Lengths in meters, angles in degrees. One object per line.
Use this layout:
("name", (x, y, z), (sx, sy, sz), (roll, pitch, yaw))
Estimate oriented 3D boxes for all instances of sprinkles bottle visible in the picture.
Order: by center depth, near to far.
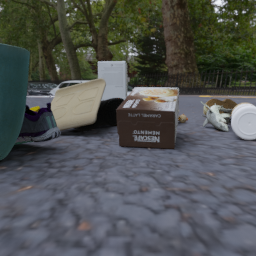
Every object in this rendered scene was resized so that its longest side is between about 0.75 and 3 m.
("sprinkles bottle", (3.273, -0.255, 7.722), (0.816, 0.816, 2.391), (3, 9, 19))

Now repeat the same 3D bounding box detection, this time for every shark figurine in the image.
("shark figurine", (2.779, -0.341, 9.036), (1.182, 0.825, 1.978), (38, 29, 14))

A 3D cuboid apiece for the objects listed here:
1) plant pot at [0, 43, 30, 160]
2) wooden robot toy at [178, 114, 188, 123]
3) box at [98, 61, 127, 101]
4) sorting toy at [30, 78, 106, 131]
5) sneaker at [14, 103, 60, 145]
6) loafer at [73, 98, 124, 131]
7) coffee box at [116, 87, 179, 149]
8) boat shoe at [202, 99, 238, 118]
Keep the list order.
("plant pot", (-2.881, -0.386, 4.761), (2.382, 1.912, 2.382), (0, 8, 0))
("wooden robot toy", (1.834, -0.439, 10.020), (0.661, 0.642, 1.457), (12, 11, 9))
("box", (-0.709, -1.986, 13.890), (1.315, 2.474, 1.883), (0, 8, 2))
("sorting toy", (-1.893, -0.535, 8.090), (2.526, 0.338, 1.882), (-12, 40, 16))
("sneaker", (-2.298, -0.068, 5.958), (1.815, 0.795, 0.676), (-7, 7, 15))
("loafer", (-0.984, -0.504, 9.021), (0.916, 0.937, 2.567), (7, 11, 40))
("coffee box", (0.566, -0.338, 6.702), (1.236, 0.862, 2.162), (2, 21, 13))
("boat shoe", (3.492, -0.575, 10.578), (2.438, 0.764, 0.894), (-8, 49, -47))
